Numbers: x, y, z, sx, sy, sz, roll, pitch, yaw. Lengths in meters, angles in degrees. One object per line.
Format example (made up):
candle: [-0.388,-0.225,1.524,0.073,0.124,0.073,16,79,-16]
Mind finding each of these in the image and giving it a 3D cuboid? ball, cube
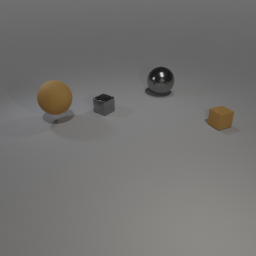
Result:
ball: [1.663,-2.410,14.261,1.400,1.400,1.400,0,30,0]
cube: [3.788,-0.421,11.468,0.700,0.700,0.700,-12,30,-23]
cube: [-1.076,-1.056,12.632,0.700,0.700,0.700,21,36,32]
ball: [-2.978,-1.236,11.428,1.400,1.400,1.400,0,30,0]
